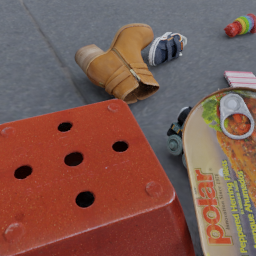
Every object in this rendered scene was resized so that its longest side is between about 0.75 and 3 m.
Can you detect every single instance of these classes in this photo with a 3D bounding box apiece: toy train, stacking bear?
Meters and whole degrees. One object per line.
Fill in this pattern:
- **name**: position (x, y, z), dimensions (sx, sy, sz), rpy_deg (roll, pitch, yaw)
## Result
- **toy train**: position (1.655, 0.386, 5.878), dimensions (0.850, 1.137, 1.994), rpy_deg (-1, 35, -41)
- **stacking bear**: position (4.298, -3.900, 10.822), dimensions (1.245, 0.708, 0.756), rpy_deg (-26, 49, -18)

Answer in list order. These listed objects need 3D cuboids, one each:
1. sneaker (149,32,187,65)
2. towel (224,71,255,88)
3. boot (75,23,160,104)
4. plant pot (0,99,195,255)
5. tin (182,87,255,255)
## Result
- **sneaker**: position (1.391, -2.714, 9.458), dimensions (0.800, 0.791, 2.016), rpy_deg (15, 44, 23)
- **towel**: position (3.475, -1.357, 8.443), dimensions (0.914, 0.187, 1.249), rpy_deg (2, 39, -1)
- **boot**: position (0.194, -1.913, 8.411), dimensions (2.990, 1.102, 2.314), rpy_deg (-33, 60, -23)
- **plant pot**: position (-0.640, 1.239, 4.157), dimensions (2.814, 2.482, 2.816), rpy_deg (-14, 46, -13)
- **tin**: position (1.436, 0.706, 3.326), dimensions (1.399, 0.523, 2.498), rpy_deg (-8, 69, 5)
